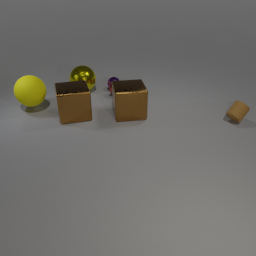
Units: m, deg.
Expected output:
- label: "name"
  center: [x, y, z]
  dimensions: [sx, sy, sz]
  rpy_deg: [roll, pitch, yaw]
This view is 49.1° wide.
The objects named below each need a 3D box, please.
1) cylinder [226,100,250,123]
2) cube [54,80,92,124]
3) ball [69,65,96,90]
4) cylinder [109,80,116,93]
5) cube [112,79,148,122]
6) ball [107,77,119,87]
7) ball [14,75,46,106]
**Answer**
- label: "cylinder"
  center: [4.735, -0.710, 12.065]
  dimensions: [0.700, 0.700, 0.700]
  rpy_deg: [-52, 46, -1]
- label: "cube"
  center: [-2.414, -1.166, 12.390]
  dimensions: [1.400, 1.400, 1.400]
  rpy_deg: [-8, 32, -13]
- label: "ball"
  center: [-2.374, -2.583, 14.722]
  dimensions: [1.400, 1.400, 1.400]
  rpy_deg: [0, 31, 0]
- label: "cylinder"
  center: [-0.472, -2.017, 14.177]
  dimensions: [0.700, 0.700, 0.700]
  rpy_deg: [18, 35, 37]
- label: "cube"
  center: [0.057, -1.247, 12.524]
  dimensions: [1.400, 1.400, 1.400]
  rpy_deg: [-5, 32, -8]
- label: "ball"
  center: [-0.754, -2.390, 15.010]
  dimensions: [0.700, 0.700, 0.700]
  rpy_deg: [0, 31, 0]
- label: "ball"
  center: [-4.441, -1.684, 12.748]
  dimensions: [1.400, 1.400, 1.400]
  rpy_deg: [0, 31, 0]
